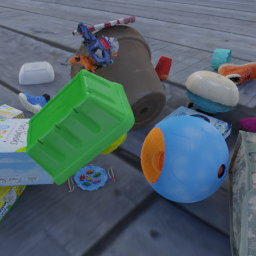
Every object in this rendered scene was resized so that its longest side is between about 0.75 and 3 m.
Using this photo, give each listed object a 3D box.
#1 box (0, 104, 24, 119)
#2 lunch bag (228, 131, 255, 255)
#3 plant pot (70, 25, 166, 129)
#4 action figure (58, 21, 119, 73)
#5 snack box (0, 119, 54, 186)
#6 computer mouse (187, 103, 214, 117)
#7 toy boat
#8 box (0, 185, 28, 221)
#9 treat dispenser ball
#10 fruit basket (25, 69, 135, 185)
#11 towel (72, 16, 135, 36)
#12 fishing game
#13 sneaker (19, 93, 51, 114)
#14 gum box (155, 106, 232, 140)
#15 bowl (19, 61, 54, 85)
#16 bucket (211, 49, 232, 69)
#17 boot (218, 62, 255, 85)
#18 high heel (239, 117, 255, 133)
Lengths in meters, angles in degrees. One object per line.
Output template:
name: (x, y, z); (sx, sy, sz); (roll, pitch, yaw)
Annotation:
box: (-3.759, -0.340, 8.834); (0.896, 0.454, 0.504); (19, 38, 26)
lunch bag: (3.103, 1.492, 5.114); (2.271, 1.628, 2.769); (7, 41, 11)
plant pot: (-0.058, -1.341, 8.724); (2.781, 2.781, 2.426); (-19, 55, -26)
action figure: (-1.007, -1.954, 7.515); (1.678, 0.907, 1.735); (-29, 63, 10)
snack box: (-2.752, 0.457, 6.613); (2.094, 0.840, 2.483); (0, 18, -11)
computer mouse: (2.388, -0.529, 9.274); (1.037, 0.239, 0.728); (12, 49, 33)
toy boat: (2.180, -1.321, 9.496); (2.993, 1.391, 2.516); (23, 22, 13)
box: (-3.176, 1.629, 5.878); (1.227, 0.506, 2.091); (8, 32, 12)
treat dispenser ball: (1.226, 0.667, 6.134); (1.884, 1.884, 1.884); (0, 34, 0)
fruit basket: (-0.637, 0.088, 5.179); (2.004, 2.004, 1.445); (-7, 41, -10)
towel: (-0.755, -3.057, 8.463); (1.838, 0.209, 1.324); (-15, 20, -3)
fishing game: (-0.903, 1.174, 6.846); (1.159, 0.180, 0.830); (-7, 37, -11)
sneaker: (-3.082, -0.922, 9.612); (1.378, 0.529, 0.767); (29, 49, 31)
gum box: (1.910, 0.058, 8.286); (1.737, 0.387, 1.476); (25, 43, 33)
bowl: (-3.883, -2.380, 11.822); (1.437, 0.536, 1.435); (-8, 34, -10)
bucket: (4.136, -3.023, 12.403); (0.659, 1.013, 1.013); (17, 37, 26)
boot: (4.747, -2.129, 11.374); (1.965, 0.737, 1.054); (-1, 40, 8)
high heel: (4.607, -0.296, 8.086); (2.522, 1.212, 0.850); (7, 35, 11)
